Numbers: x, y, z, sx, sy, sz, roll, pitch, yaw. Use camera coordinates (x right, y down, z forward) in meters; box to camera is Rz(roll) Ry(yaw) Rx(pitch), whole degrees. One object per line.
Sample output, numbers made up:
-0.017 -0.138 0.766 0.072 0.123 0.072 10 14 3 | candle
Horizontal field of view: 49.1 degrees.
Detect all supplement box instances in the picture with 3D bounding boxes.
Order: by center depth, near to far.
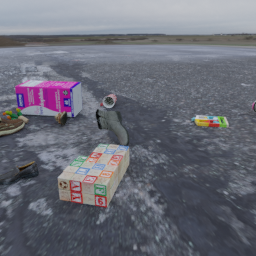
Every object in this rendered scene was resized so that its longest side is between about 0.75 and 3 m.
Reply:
-3.517 -1.353 12.660 2.610 1.321 1.349 3 22 8 | supplement box

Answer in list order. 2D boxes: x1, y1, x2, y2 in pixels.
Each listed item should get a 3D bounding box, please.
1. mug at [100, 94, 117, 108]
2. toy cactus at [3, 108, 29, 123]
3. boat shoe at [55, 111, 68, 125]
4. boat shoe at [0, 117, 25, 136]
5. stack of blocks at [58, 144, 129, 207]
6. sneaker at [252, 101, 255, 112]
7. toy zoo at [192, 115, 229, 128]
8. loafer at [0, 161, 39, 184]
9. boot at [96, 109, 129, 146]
-0.955 -1.374 13.802 0.768 0.577 0.865 5 19 8 | mug
-4.596 -0.387 11.484 0.986 0.611 1.195 21 20 1 | toy cactus
-2.778 -0.390 11.534 0.427 0.438 1.157 -7 14 -2 | boat shoe
-4.643 -0.103 10.304 0.698 0.699 1.889 11 24 27 | boat shoe
-0.794 1.114 7.332 1.202 0.611 2.087 6 22 14 | stack of blocks
6.549 -0.796 11.884 2.306 0.851 1.009 10 17 12 | sneaker
3.350 -0.288 11.568 1.417 0.145 0.930 4 22 9 | toy zoo
-2.964 1.178 7.472 1.101 0.398 0.401 -15 27 -32 | loafer
-0.572 0.021 9.351 0.938 0.486 1.436 -1 59 -37 | boot
